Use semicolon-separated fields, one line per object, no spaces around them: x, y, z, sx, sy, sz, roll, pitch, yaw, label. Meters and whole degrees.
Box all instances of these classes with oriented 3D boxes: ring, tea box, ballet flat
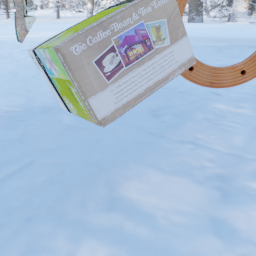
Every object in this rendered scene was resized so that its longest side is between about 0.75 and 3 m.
1.998;-2.179;5.773;2.771;2.771;0.266;0;23;0;ring
-0.280;-1.019;3.977;1.653;1.104;1.626;-36;27;-18;tea box
-2.165;-2.451;5.861;0.444;1.322;0.450;-1;22;-6;ballet flat
